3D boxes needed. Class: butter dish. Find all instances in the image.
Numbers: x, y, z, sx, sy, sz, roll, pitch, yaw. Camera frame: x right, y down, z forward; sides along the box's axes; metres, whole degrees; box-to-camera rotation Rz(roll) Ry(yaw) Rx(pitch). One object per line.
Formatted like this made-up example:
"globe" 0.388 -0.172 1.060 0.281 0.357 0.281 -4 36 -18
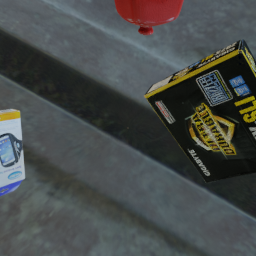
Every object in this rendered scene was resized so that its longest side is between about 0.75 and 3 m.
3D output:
"butter dish" 0.470 -2.975 6.869 1.830 1.353 1.825 -15 37 -22

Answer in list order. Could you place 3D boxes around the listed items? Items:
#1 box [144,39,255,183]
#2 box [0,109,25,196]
"box" 1.936 -0.149 5.777 2.639 2.107 0.651 53 39 -18
"box" -2.969 0.599 6.298 0.399 1.147 1.926 16 110 38
